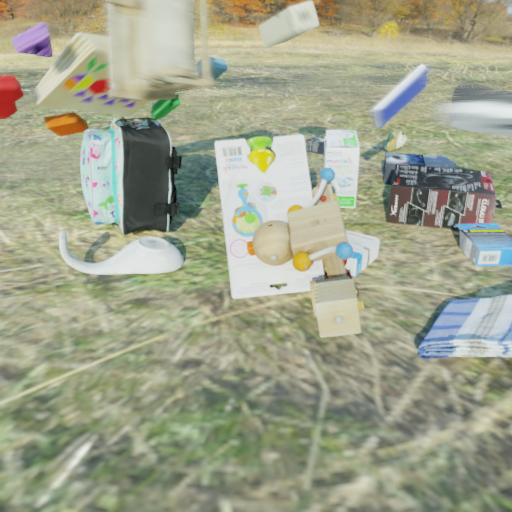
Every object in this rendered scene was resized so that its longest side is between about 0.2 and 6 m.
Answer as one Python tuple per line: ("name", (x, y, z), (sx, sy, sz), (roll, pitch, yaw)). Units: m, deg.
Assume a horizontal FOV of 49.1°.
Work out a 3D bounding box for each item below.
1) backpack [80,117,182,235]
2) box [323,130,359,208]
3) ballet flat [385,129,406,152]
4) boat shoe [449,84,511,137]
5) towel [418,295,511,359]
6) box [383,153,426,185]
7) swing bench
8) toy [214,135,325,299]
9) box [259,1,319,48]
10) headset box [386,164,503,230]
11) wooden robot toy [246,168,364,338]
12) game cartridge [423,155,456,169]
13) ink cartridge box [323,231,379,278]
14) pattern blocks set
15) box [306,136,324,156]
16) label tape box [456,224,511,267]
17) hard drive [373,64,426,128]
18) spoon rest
("backpack", (-2.539, -1.676, 11.232), (1.881, 2.218, 2.499), (-1, 21, -13))
("box", (1.909, -2.024, 12.833), (0.772, 1.409, 1.597), (3, 25, 6))
("ballet flat", (4.259, -3.511, 16.976), (0.576, 0.576, 1.630), (8, 24, 17))
("boat shoe", (3.957, -2.213, 8.540), (2.087, 0.691, 0.730), (6, -17, -3))
("towel", (3.398, 0.816, 7.207), (2.315, 0.276, 1.700), (-11, 14, 39))
("box", (3.730, -2.192, 14.141), (0.972, 0.599, 0.964), (4, 27, 10))
("swing bench", (-1.361, -2.950, 7.645), (0.924, 1.416, 1.424), (-5, 6, -36))
("toy", (0.191, -0.652, 9.354), (1.529, 2.655, 0.627), (-6, -8, -7))
("box", (0.535, -3.909, 9.502), (0.489, 0.407, 1.190), (-25, 17, -21))
("headset box", (3.990, -1.251, 11.836), (2.262, 0.874, 1.683), (8, 27, 14))
("wooden robot toy", (0.656, 0.014, 8.579), (1.548, 1.503, 3.411), (-9, 42, 6))
("game cartridge", (4.593, -2.520, 15.250), (1.418, 0.272, 0.919), (-2, 30, -3))
("ink cartridge box", (1.660, -0.048, 9.863), (0.684, 0.401, 0.935), (17, 30, 32))
("pattern blocks set", (-2.644, -3.215, 10.116), (3.771, 0.348, 4.290), (-24, -8, 27))
("box", (1.923, -3.283, 16.653), (0.641, 0.404, 0.652), (21, 32, 33))
("label tape box", (4.222, -0.211, 10.253), (0.820, 0.360, 1.137), (-1, 26, -2))
("hard drive", (2.713, -2.985, 10.554), (0.148, 1.168, 0.770), (49, 5, 18))
("spoon rest", (-2.316, 0.003, 9.718), (2.123, 0.644, 1.055), (6, 24, -19))
